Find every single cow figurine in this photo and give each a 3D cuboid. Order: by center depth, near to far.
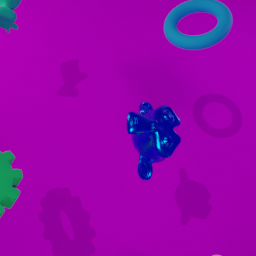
[{"bbox_3d":[-2.867,-2.969,6.678,0.651,1.167,1.186,11,32,-28],"label":"cow figurine"}]

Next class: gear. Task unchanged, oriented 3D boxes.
[{"bbox_3d":[-2.853,0.856,4.891,1.883,1.883,0.348,47,120,13],"label":"gear"}]

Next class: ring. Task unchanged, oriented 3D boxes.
[{"bbox_3d":[1.426,-2.159,5.778,1.375,0.275,1.375,-7,59,12],"label":"ring"}]

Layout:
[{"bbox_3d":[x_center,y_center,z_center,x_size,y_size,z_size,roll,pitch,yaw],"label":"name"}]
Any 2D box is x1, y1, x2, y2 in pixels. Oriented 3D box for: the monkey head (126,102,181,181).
[{"bbox_3d":[0.327,0.096,4.921,1.115,0.934,1.550,13,67,-26],"label":"monkey head"}]
